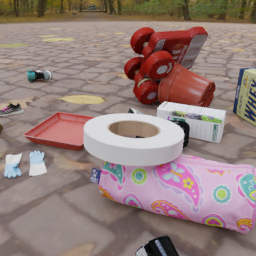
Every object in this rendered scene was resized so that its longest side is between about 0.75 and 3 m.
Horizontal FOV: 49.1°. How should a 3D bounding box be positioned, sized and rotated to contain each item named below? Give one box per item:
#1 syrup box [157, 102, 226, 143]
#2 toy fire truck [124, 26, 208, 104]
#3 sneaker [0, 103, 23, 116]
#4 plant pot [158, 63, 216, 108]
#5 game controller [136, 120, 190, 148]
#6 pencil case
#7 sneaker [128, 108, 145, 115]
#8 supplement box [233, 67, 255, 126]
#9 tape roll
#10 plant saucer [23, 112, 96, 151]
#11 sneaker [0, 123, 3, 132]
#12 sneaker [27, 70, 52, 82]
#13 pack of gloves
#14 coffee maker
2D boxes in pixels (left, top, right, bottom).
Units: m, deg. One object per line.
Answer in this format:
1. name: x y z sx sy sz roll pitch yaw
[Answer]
1. syrup box: 1.813 -0.198 8.203 1.877 0.739 0.764 11 27 22
2. toy fire truck: 1.369 -2.271 10.275 2.511 2.990 1.676 -11 56 -21
3. sneaker: -4.082 -0.654 9.573 0.911 0.399 0.336 -10 27 -20
4. plant pot: 2.127 -1.316 9.873 1.519 1.562 1.562 28 36 32
5. game controller: 0.925 0.125 7.512 1.423 0.742 0.300 6 -10 15
6. pencil case: 0.852 0.988 5.168 2.880 1.259 1.259 11 27 19
7. sneaker: 0.428 -0.195 8.582 0.557 0.519 1.405 -5 30 -32
8. supplement box: 5.044 -0.910 8.717 2.350 1.578 2.348 -6 26 -13
9. tape roll: 0.105 0.149 5.268 1.891 0.346 1.891 3 19 -1
10. plant saucer: -1.728 0.093 8.087 1.789 0.329 1.793 8 26 17
11. sneaker: -4.369 0.008 8.107 1.309 0.439 0.588 -18 35 -27
12. sneaker: -4.259 -2.450 13.113 1.423 0.595 0.859 11 22 40
13. pack of gloves: -2.474 0.796 6.730 0.926 0.218 1.103 -9 27 -17
14. coffee maker: 0.617 2.002 3.864 0.845 0.592 0.880 7 22 -24
